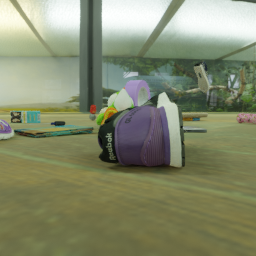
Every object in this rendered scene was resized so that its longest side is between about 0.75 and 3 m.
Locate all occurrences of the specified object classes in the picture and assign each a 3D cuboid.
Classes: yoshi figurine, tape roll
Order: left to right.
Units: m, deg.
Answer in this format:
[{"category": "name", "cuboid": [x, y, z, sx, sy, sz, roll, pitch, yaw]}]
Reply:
[{"category": "yoshi figurine", "cuboid": [-0.275, -0.356, 9.743, 1.591, 1.597, 2.842, -39, 16, 9]}, {"category": "tape roll", "cuboid": [0.497, -1.421, 15.033, 0.738, 2.248, 2.248, 2, 5, 24]}]

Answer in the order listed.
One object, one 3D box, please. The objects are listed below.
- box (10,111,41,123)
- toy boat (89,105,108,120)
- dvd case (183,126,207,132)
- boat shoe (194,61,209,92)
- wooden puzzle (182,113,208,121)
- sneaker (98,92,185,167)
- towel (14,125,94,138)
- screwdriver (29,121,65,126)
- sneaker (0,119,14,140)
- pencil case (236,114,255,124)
[{"category": "box", "cuboid": [-5.387, -0.578, 14.725, 1.534, 0.631, 0.377, 0, 4, 11]}, {"category": "toy boat", "cuboid": [-1.454, -0.834, 17.432, 2.058, 0.957, 1.730, 10, 12, 20]}, {"category": "dvd case", "cuboid": [1.990, 0.034, 9.860, 1.172, 0.126, 1.576, 0, 4, 1]}, {"category": "boat shoe", "cuboid": [2.992, -2.038, 10.991, 0.446, 1.194, 0.554, 0, 30, 44]}, {"category": "wooden puzzle", "cuboid": [3.372, -0.656, 17.598, 2.313, 0.465, 2.500, -2, 0, -21]}, {"category": "sneaker", "cuboid": [0.147, -0.042, 4.874, 1.282, 1.109, 2.929, -5, 4, 4]}, {"category": "towel", "cuboid": [-2.247, 0.098, 8.606, 1.449, 0.214, 1.976, 4, 7, 45]}, {"category": "screwdriver", "cuboid": [-3.414, -0.159, 11.969, 1.694, 0.236, 0.247, -7, 39, -49]}, {"category": "sneaker", "cuboid": [-3.350, -0.099, 6.868, 0.807, 0.835, 2.002, -1, 4, -9]}, {"category": "pencil case", "cuboid": [5.998, -0.458, 13.855, 0.530, 0.553, 1.279, -36, 19, -19]}]
